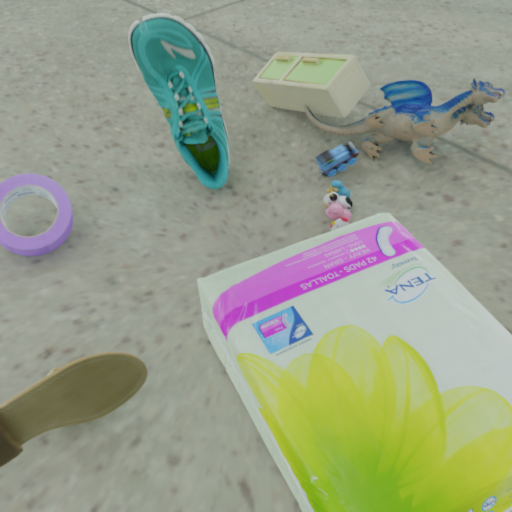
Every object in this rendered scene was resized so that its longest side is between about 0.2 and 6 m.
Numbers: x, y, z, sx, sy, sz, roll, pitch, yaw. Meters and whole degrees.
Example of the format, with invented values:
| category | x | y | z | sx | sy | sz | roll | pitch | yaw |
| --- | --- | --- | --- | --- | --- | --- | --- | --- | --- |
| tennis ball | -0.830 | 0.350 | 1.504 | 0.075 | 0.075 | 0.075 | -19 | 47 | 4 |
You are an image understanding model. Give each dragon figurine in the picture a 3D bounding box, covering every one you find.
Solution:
| category | x | y | z | sx | sy | sz | roll | pitch | yaw |
| --- | --- | --- | --- | --- | --- | --- | --- | --- | --- |
| dragon figurine | 2.904 | -2.765 | 11.112 | 3.610 | 1.062 | 1.795 | 8 | 43 | 27 |

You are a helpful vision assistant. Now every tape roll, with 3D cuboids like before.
| category | x | y | z | sx | sy | sz | roll | pitch | yaw |
| --- | --- | --- | --- | --- | --- | --- | --- | --- | --- |
| tape roll | -3.645 | -0.660 | 9.062 | 1.285 | 0.421 | 1.285 | 3 | 74 | -11 |

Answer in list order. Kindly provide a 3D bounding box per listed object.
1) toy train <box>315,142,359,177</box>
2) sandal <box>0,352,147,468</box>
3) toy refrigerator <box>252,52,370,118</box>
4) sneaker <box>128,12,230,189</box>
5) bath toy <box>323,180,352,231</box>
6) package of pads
| category | x | y | z | sx | sy | sz | roll | pitch | yaw |
| --- | --- | --- | --- | --- | --- | --- | --- | --- | --- |
| toy train | 1.537 | -1.830 | 10.548 | 0.829 | 0.474 | 0.359 | -29 | 55 | 2 |
| sandal | -2.490 | 1.687 | 6.705 | 2.263 | 0.830 | 0.744 | -27 | 26 | -24 |
| toy refrigerator | 1.047 | -3.561 | 11.457 | 0.923 | 0.851 | 2.432 | -51 | 39 | -9 |
| sneaker | -1.084 | -2.503 | 9.418 | 1.240 | 3.201 | 1.275 | -19 | 45 | 6 |
| bath toy | 1.417 | -0.778 | 9.618 | 0.519 | 0.441 | 1.193 | 2 | 45 | 2 |
| package of pads | 1.436 | 1.375 | 6.761 | 3.062 | 1.352 | 3.963 | -19 | 48 | -17 |
